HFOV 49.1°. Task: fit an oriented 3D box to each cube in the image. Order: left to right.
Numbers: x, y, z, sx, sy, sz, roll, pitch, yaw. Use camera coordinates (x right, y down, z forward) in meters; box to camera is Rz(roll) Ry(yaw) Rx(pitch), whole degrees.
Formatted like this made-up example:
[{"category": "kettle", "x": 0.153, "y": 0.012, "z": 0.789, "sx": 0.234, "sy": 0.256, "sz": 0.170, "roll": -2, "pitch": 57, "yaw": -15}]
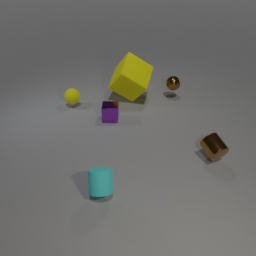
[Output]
[{"category": "cube", "x": -0.759, "y": -0.692, "z": 12.062, "sx": 0.700, "sy": 0.700, "sz": 0.700, "roll": 0, "pitch": 33, "yaw": 0}, {"category": "cube", "x": 0.134, "y": -2.369, "z": 13.169, "sx": 1.400, "sy": 1.400, "sz": 1.400, "roll": 28, "pitch": 58, "yaw": -18}]

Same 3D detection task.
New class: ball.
[{"category": "ball", "x": -2.580, "y": -1.473, "z": 12.940, "sx": 0.700, "sy": 0.700, "sz": 0.700, "roll": 0, "pitch": 32, "yaw": 0}, {"category": "ball", "x": 2.210, "y": -2.186, "z": 13.691, "sx": 0.700, "sy": 0.700, "sz": 0.700, "roll": 0, "pitch": 32, "yaw": 0}]

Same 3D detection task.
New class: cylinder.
[{"category": "cylinder", "x": -0.780, "y": 1.522, "z": 7.974, "sx": 0.700, "sy": 0.700, "sz": 0.700, "roll": -2, "pitch": 3, "yaw": 0}, {"category": "cylinder", "x": 2.903, "y": 0.630, "z": 9.436, "sx": 0.700, "sy": 0.700, "sz": 0.700, "roll": -15, "pitch": 56, "yaw": -23}]
